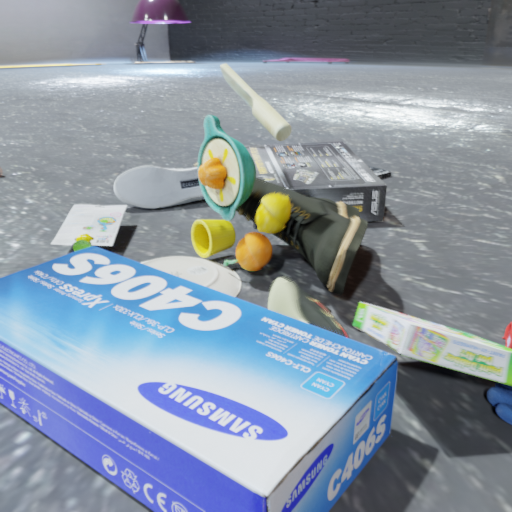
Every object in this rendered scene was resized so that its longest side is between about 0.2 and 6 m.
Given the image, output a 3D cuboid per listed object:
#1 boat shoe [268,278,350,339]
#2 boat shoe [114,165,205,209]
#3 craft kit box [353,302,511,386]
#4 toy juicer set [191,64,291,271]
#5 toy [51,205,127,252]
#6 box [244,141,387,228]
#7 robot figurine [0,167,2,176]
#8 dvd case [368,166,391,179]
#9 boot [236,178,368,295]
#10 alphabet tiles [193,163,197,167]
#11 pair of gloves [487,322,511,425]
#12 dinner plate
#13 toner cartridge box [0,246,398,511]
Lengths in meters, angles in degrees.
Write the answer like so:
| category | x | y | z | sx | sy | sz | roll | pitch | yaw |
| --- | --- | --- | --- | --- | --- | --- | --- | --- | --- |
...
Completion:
| category | x | y | z | sx | sy | sz | roll | pitch | yaw |
| --- | --- | --- | --- | --- | --- | --- | --- | --- | --- |
| boat shoe | 0.585 | 0.833 | 6.697 | 0.572 | 0.668 | 1.826 | 11 | 19 | -21 |
| boat shoe | -1.724 | -1.478 | 11.883 | 2.535 | 0.899 | 0.885 | -11 | -1 | -16 |
| craft kit box | 1.921 | 0.904 | 5.746 | 1.501 | 0.364 | 1.483 | 16 | 3 | -8 |
| toy juicer set | -0.276 | -1.103 | 7.992 | 0.795 | 2.923 | 1.859 | -12 | 30 | -35 |
| toy | -2.879 | -0.437 | 9.853 | 0.987 | 0.405 | 1.714 | 1 | 24 | -4 |
| box | 1.012 | -1.602 | 11.868 | 2.576 | 0.786 | 3.253 | -4 | 26 | -6 |
| robot figurine | -6.456 | -2.066 | 13.700 | 0.460 | 0.346 | 0.287 | -5 | 4 | -11 |
| dvd case | 2.548 | -2.000 | 13.726 | 1.241 | 0.154 | 0.933 | -19 | 30 | -34 |
| boot | 0.484 | -0.425 | 8.356 | 2.018 | 1.130 | 2.918 | 21 | 12 | 0 |
| alphabet tiles | -0.297 | -2.302 | 14.404 | 2.382 | 0.075 | 1.982 | 12 | 26 | 20 |
| pair of gloves | 3.571 | 1.399 | 5.829 | 2.057 | 0.291 | 2.558 | 10 | 24 | 26 |
| dinner plate | -1.212 | 0.362 | 8.270 | 1.988 | 0.241 | 1.988 | 1 | 23 | -1 |
| toner cartridge box | -1.050 | 1.089 | 5.664 | 4.378 | 0.945 | 2.079 | 17 | 29 | 33 |
